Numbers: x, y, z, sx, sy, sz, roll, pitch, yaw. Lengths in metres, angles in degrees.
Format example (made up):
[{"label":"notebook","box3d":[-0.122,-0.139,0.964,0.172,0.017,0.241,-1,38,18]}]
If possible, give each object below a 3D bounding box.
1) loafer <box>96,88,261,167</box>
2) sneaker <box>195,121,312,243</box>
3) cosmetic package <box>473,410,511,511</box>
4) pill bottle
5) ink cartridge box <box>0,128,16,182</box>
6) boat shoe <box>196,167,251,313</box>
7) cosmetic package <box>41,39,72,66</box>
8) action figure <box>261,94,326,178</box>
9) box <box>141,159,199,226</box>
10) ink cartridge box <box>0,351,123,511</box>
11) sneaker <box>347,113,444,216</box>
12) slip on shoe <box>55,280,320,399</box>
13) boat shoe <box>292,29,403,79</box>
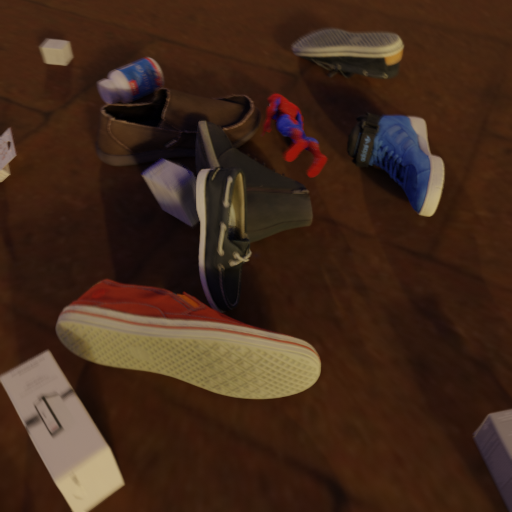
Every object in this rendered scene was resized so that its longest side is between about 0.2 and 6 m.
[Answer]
[{"label":"loafer","box3d":[-1.301,-2.295,9.539,2.932,1.041,1.071,-16,50,-14]},{"label":"sneaker","box3d":[-0.119,-1.201,8.765,1.312,0.924,2.471,-10,56,-19]},{"label":"cosmetic package","box3d":[2.953,2.316,5.676,0.795,0.671,1.488,-8,51,-6]},{"label":"pill bottle","box3d":[-2.408,-3.306,10.734,1.135,0.637,0.637,-34,56,-25]},{"label":"ink cartridge box","box3d":[-4.215,-1.629,9.287,0.727,0.184,0.825,-38,51,11]},{"label":"boat shoe","box3d":[-0.366,-0.185,7.187,0.574,1.902,0.719,-1,13,24]},{"label":"cosmetic package","box3d":[-4.189,-4.276,11.773,0.454,0.380,0.378,8,48,6]},{"label":"action figure","box3d":[0.546,-2.193,9.619,0.790,0.624,2.416,25,30,-27]},{"label":"box","box3d":[-1.187,-0.958,8.377,0.436,0.765,0.832,-43,46,-19]},{"label":"ink cartridge box","box3d":[-2.009,1.843,5.842,0.577,0.999,1.368,-30,56,-25]},{"label":"sneaker","box3d":[2.099,-1.518,8.895,1.333,0.920,2.396,7,44,-2]},{"label":"slip on shoe","box3d":[-0.783,0.902,6.666,3.177,1.177,0.972,9,45,15]},{"label":"boat shoe","box3d":[1.786,-4.034,11.314,2.558,0.796,0.954,21,56,38]}]
